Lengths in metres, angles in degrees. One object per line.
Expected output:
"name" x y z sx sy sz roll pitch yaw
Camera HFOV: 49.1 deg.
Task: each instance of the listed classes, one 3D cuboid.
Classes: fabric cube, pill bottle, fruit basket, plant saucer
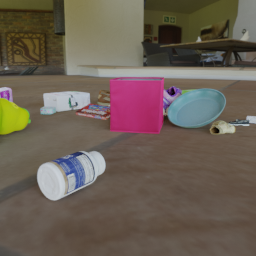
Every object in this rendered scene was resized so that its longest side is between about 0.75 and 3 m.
"fabric cube" 0.387 -0.902 10.170 1.772 1.800 1.806 2 14 11
"pill bottle" -1.023 0.834 5.344 0.685 0.685 1.235 10 16 35
"fruit basket" -4.413 -0.493 8.762 2.625 1.893 2.625 -9 27 5
"plant saucer" 2.585 -0.679 10.551 2.181 0.392 2.181 -18 36 14

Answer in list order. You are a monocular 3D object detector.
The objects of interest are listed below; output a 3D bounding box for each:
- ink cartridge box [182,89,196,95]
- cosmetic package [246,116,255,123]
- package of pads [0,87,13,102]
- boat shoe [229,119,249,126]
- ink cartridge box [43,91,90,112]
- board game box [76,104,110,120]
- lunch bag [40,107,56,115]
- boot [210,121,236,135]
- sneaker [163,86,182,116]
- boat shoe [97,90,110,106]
"ink cartridge box" 2.653 -0.967 11.654 0.891 1.206 0.457 -10 17 -34
"cosmetic package" 5.155 -0.299 10.945 0.962 0.244 0.397 7 15 26
"package of pads" -6.140 -1.299 13.269 0.684 1.089 1.808 1 14 2
"boat shoe" 4.235 -0.228 10.691 0.757 0.228 0.286 1 14 3
"ink cartridge box" -3.103 -1.383 14.204 1.906 0.804 1.392 -13 19 -43
"board game box" -1.361 -0.742 12.387 1.849 0.180 0.952 10 35 37
"lunch bag" -3.663 -0.803 12.917 0.617 0.297 0.770 3 14 1
"boot" 3.052 -0.002 9.553 0.745 0.349 0.958 -6 19 -25
"sneaker" 2.215 -1.207 12.449 2.795 1.236 1.124 -2 10 -34
"boat shoe" -0.311 -1.493 14.197 2.767 1.022 1.047 4 14 18
